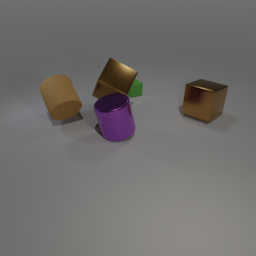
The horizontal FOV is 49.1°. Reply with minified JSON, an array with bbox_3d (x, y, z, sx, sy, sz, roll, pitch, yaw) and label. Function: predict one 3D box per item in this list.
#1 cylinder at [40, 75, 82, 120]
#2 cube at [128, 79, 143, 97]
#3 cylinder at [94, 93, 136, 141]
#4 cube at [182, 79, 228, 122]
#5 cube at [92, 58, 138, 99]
[{"bbox_3d":[-2.842,-1.282,11.854,1.400,1.400,1.400,-16,65,-26],"label":"cylinder"},{"bbox_3d":[0.311,-2.127,14.892,0.700,0.700,0.700,-13,31,-26],"label":"cube"},{"bbox_3d":[-0.501,-0.435,10.989,1.400,1.400,1.400,-10,34,6],"label":"cylinder"},{"bbox_3d":[3.437,-1.277,12.586,1.400,1.400,1.400,23,32,35],"label":"cube"},{"bbox_3d":[-0.605,-1.973,12.564,1.400,1.400,1.400,27,63,-6],"label":"cube"}]
